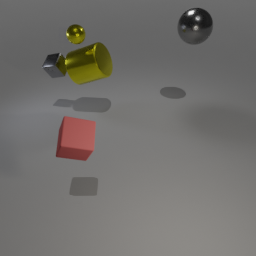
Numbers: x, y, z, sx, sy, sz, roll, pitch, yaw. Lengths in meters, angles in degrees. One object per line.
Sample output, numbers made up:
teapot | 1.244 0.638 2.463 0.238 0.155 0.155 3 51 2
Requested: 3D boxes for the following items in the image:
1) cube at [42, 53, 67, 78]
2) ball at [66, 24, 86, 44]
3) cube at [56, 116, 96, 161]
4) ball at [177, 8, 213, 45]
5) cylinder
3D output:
cube | -2.960 -2.570 11.550 0.700 0.700 0.700 -1 59 27
ball | -1.893 -3.409 10.199 0.700 0.700 0.700 0 31 0
cube | -1.146 0.248 6.133 0.700 0.700 0.700 10 62 -18
ball | 2.689 -4.067 11.234 1.400 1.400 1.400 0 31 0
cylinder | -1.549 -2.572 11.278 1.400 1.400 1.400 -10 26 25
